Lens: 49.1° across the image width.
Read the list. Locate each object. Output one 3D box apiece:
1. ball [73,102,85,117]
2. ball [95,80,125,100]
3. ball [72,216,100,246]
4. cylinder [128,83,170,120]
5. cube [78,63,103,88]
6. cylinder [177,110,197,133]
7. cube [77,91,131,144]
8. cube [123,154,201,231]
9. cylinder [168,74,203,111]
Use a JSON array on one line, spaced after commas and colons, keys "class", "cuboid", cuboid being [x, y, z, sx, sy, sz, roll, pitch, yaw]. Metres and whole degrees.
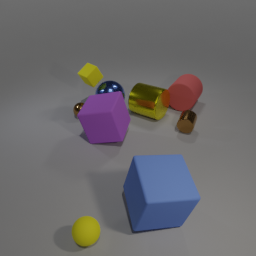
[{"class": "ball", "cuboid": [-2.102, -0.802, 12.548, 0.700, 0.700, 0.700, 0, 31, 0]}, {"class": "ball", "cuboid": [-0.833, -1.517, 13.081, 1.400, 1.400, 1.400, 0, 31, 0]}, {"class": "ball", "cuboid": [-1.028, 2.522, 6.864, 0.700, 0.700, 0.700, 0, 31, 0]}, {"class": "cylinder", "cuboid": [0.956, -1.211, 12.567, 1.400, 1.400, 1.400, 19, 36, 29]}, {"class": "cube", "cuboid": [-1.674, -2.372, 12.561, 0.700, 0.700, 0.700, 30, 74, 39]}, {"class": "cylinder", "cuboid": [2.420, -0.267, 11.464, 0.700, 0.700, 0.700, 12, 41, 19]}, {"class": "cube", "cuboid": [-0.866, -0.396, 10.774, 1.400, 1.400, 1.400, -5, 36, 20]}, {"class": "cube", "cuboid": [0.794, 1.667, 7.328, 1.400, 1.400, 1.400, 0, 44, -17]}, {"class": "cylinder", "cuboid": [2.713, -1.706, 13.368, 1.400, 1.400, 1.400, 15, 34, 23]}]
